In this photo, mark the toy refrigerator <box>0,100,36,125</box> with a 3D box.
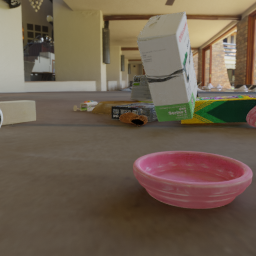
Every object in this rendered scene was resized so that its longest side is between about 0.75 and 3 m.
[{"bbox_3d":[-4.466,-0.565,10.242,0.729,0.791,2.085,6,12,33],"label":"toy refrigerator"}]

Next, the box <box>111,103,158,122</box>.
[{"bbox_3d":[0.648,-0.697,11.720,1.769,0.558,2.244,5,11,30],"label":"box"}]

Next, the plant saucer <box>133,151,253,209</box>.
[{"bbox_3d":[0.849,0.680,3.857,1.569,0.398,1.569,1,9,0],"label":"plant saucer"}]

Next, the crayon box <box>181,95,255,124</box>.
[{"bbox_3d":[3.529,-0.768,11.003,2.553,0.863,2.960,-2,8,19],"label":"crayon box"}]

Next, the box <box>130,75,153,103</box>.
[{"bbox_3d":[1.550,-1.951,15.407,1.490,1.343,2.649,7,-1,37],"label":"box"}]

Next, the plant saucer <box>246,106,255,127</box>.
[{"bbox_3d":[4.430,-0.396,8.814,1.300,0.330,1.300,-8,-35,-5],"label":"plant saucer"}]

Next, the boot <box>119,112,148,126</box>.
[{"bbox_3d":[0.154,-0.266,9.901,1.078,0.413,0.837,9,15,9],"label":"boot"}]

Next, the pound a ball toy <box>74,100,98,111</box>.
[{"bbox_3d":[-2.266,-1.205,14.995,0.791,0.515,1.213,4,10,25],"label":"pound a ball toy"}]

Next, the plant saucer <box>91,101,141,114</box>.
[{"bbox_3d":[-0.416,-1.086,14.282,2.890,0.512,2.890,0,10,0],"label":"plant saucer"}]

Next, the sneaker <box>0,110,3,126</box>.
[{"bbox_3d":[-5.165,-0.405,8.029,2.952,1.109,1.196,5,16,-20],"label":"sneaker"}]

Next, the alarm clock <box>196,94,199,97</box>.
[{"bbox_3d":[3.317,-1.899,15.579,0.799,1.618,2.399,-27,2,37],"label":"alarm clock"}]

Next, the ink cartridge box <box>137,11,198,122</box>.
[{"bbox_3d":[1.403,-1.987,9.114,1.216,2.885,2.107,-3,38,22],"label":"ink cartridge box"}]
